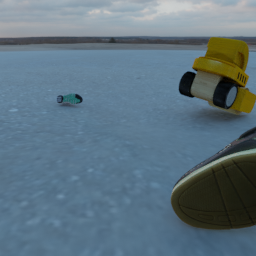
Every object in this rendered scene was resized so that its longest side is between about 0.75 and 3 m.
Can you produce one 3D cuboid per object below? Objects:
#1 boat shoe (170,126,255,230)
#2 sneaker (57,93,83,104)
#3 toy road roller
[{"bbox_3d":[1.960,0.457,3.787,2.932,1.073,0.950,-24,16,13],"label":"boat shoe"},{"bbox_3d":[-2.087,-1.060,10.393,1.081,0.402,0.473,5,-2,22],"label":"sneaker"},{"bbox_3d":[2.983,-1.587,8.617,1.628,1.934,2.649,26,11,38],"label":"toy road roller"}]
